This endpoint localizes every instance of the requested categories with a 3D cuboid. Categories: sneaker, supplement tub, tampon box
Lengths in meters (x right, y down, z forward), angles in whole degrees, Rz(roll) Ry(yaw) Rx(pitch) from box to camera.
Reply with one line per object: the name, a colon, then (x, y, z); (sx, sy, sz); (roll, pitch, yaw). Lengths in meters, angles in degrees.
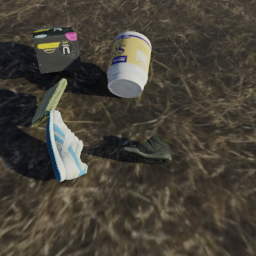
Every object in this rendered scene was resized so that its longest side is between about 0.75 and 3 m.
sneaker: (-1.701, 0.417, 7.520); (0.819, 0.775, 2.027); (-8, 66, -26)
supplement tub: (0.033, -2.099, 9.399); (1.352, 1.352, 1.860); (6, 66, 6)
tampon box: (-2.620, -2.919, 10.254); (1.457, 1.228, 1.945); (-11, 29, -14)
sneaker: (0.475, 0.534, 7.621); (1.371, 0.524, 0.785); (5, 51, -4)

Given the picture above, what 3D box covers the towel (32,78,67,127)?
towel: (-2.419, -0.792, 8.572); (0.281, 1.144, 1.541); (37, 49, -26)
